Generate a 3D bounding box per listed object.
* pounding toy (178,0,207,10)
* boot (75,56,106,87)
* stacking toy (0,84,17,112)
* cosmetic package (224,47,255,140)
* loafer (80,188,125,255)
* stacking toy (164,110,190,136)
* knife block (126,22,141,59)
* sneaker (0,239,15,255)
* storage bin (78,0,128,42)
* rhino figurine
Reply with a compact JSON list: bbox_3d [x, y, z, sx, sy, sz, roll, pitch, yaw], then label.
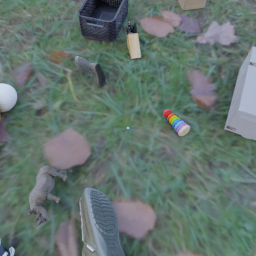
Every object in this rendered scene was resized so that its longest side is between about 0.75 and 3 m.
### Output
[{"bbox_3d":[2.131,-4.764,9.750,0.953,0.736,1.036,-10,59,-7],"label":"pounding toy"},{"bbox_3d":[-1.078,-1.593,7.925,0.895,0.814,0.325,18,46,35],"label":"boot"},{"bbox_3d":[-3.843,-0.224,6.564,2.172,2.172,2.973,23,45,14],"label":"stacking toy"},{"bbox_3d":[3.427,-0.866,7.226,1.236,1.044,2.314,19,58,7],"label":"cosmetic package"},{"bbox_3d":[-0.621,2.192,5.420,0.776,0.838,2.228,-38,46,20],"label":"loafer"},{"bbox_3d":[1.204,-0.167,7.222,0.351,0.351,0.822,-30,56,-17],"label":"stacking toy"},{"bbox_3d":[0.158,-2.677,8.430,0.299,0.821,0.935,-10,60,-6],"label":"knife block"},{"bbox_3d":[-2.943,2.473,5.419,1.534,0.612,0.998,11,58,6],"label":"sneaker"},{"bbox_3d":[-0.756,-3.742,9.085,1.189,0.824,1.758,14,59,9],"label":"storage bin"},{"bbox_3d":[-1.763,1.419,5.953,0.602,0.411,1.376,24,56,-19],"label":"rhino figurine"}]
